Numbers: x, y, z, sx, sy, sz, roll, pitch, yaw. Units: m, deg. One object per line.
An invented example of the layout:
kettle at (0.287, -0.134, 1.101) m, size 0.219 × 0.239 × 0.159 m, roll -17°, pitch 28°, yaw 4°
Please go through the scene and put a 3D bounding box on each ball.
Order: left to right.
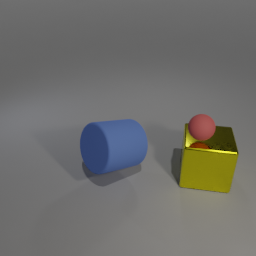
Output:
ball at (1.932, -0.018, 7.355) m, size 0.700 × 0.700 × 0.700 m, roll 0°, pitch 30°, yaw 0°

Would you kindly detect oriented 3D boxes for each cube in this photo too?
cube at (2.283, 0.837, 8.171) m, size 1.400 × 1.400 × 1.400 m, roll 5°, pitch 31°, yaw 9°

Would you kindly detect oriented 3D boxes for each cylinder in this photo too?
cylinder at (-0.405, 0.486, 7.909) m, size 1.400 × 1.400 × 1.400 m, roll -7°, pitch 27°, yaw -42°
